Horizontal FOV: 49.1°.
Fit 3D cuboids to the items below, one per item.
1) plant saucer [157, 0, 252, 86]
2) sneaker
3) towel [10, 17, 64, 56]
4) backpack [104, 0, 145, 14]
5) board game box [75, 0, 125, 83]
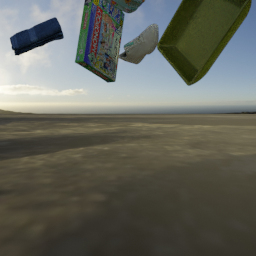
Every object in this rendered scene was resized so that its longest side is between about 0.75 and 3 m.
[{"bbox_3d":[2.141,-2.840,8.080,0.629,2.627,2.623,14,33,-30],"label":"plant saucer"},{"bbox_3d":[0.264,-2.372,8.068,0.748,0.636,1.690,2,-21,-25],"label":"sneaker"},{"bbox_3d":[-3.391,-3.406,10.431,1.969,1.099,0.478,-25,-39,-2],"label":"towel"},{"bbox_3d":[-0.358,-3.169,5.518,1.839,1.164,1.534,30,40,-6],"label":"backpack"},{"bbox_3d":[-0.792,-2.792,8.488,0.350,2.407,1.619,1,-12,31],"label":"board game box"}]
